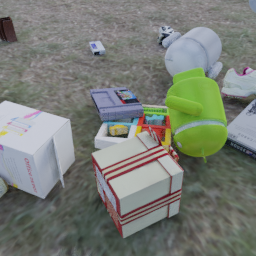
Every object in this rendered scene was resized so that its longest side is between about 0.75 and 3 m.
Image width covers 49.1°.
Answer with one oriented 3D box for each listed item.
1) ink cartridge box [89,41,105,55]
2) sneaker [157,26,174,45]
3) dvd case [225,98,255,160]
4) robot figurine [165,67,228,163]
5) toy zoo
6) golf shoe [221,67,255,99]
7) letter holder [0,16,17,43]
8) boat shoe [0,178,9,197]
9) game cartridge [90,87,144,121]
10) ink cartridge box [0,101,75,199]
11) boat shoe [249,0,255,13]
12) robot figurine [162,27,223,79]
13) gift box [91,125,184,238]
[{"bbox_3d":[-1.356,-3.515,12.265,0.519,0.204,1.043,-11,42,-13],"label":"ink cartridge box"},{"bbox_3d":[1.622,-4.228,12.813,0.958,0.587,1.472,-13,50,-28],"label":"sneaker"},{"bbox_3d":[3.953,0.070,7.810,1.885,0.310,2.508,30,48,31],"label":"dvd case"},{"bbox_3d":[1.724,-0.328,7.059,1.343,2.037,2.321,-12,67,18],"label":"robot figurine"},{"bbox_3d":[0.231,0.013,7.446,1.820,0.284,2.774,4,27,7],"label":"toy zoo"},{"bbox_3d":[4.172,-1.429,8.968,2.230,1.021,0.840,3,7,2],"label":"golf shoe"},{"bbox_3d":[-5.573,-4.459,12.779,0.713,1.003,0.504,-19,44,-21],"label":"letter holder"},{"bbox_3d":[-3.490,1.268,6.127,1.603,0.593,0.532,6,34,7],"label":"boat shoe"},{"bbox_3d":[-0.371,-0.789,8.344,1.252,0.371,1.932,-11,29,-13],"label":"game cartridge"},{"bbox_3d":[-2.290,0.488,6.464,2.141,1.376,1.341,16,41,17],"label":"ink cartridge box"},{"bbox_3d":[2.968,-2.082,4.756,1.679,0.620,0.573,12,11,28],"label":"boat shoe"},{"bbox_3d":[2.363,-2.646,10.132,2.316,1.542,2.731,37,49,14],"label":"robot figurine"},{"bbox_3d":[0.199,0.977,5.770,1.537,1.519,1.646,-19,47,-19],"label":"gift box"}]
